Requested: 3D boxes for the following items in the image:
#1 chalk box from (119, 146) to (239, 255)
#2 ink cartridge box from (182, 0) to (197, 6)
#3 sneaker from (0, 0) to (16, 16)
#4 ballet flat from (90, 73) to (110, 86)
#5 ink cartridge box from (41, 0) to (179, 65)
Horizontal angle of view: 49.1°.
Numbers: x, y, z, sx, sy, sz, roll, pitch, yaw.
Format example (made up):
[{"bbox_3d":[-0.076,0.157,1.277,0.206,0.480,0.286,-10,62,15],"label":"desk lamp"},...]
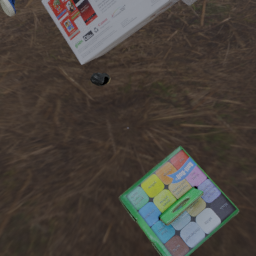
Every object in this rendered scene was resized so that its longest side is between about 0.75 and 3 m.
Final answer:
[{"bbox_3d":[0.650,1.071,3.892,1.103,1.772,1.097,-38,71,-7],"label":"chalk box"},{"bbox_3d":[1.623,-4.543,8.291,1.059,0.608,1.458,15,62,-37],"label":"ink cartridge box"},{"bbox_3d":[-3.466,-3.966,8.351,0.820,0.566,1.473,-27,65,-23],"label":"sneaker"},{"bbox_3d":[-0.467,-0.854,5.116,0.239,0.279,0.840,34,13,5],"label":"ballet flat"},{"bbox_3d":[-0.581,-3.403,6.755,2.861,2.512,1.200,-25,13,34],"label":"ink cartridge box"}]
